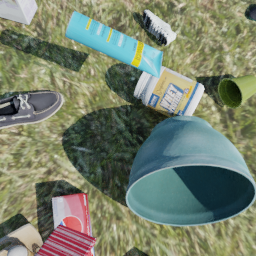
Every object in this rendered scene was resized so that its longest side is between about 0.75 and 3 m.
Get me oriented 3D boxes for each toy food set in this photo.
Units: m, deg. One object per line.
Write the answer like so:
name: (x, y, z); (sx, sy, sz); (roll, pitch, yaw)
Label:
toy food set: (-2.899, 4.081, 6.661); (2.102, 0.885, 2.930); (-29, 50, -5)

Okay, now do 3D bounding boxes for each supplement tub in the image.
supplement tub: (1.198, -1.047, 8.343); (1.775, 1.284, 1.284); (26, 76, 6)

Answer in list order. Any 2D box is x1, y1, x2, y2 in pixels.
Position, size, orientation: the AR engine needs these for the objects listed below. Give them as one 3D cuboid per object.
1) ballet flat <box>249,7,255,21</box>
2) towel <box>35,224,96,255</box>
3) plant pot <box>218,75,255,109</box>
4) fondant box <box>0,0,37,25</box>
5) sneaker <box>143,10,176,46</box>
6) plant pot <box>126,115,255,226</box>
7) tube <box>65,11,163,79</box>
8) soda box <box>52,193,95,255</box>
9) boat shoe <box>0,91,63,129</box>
ballet flat: (5.144, -4.052, 9.494); (1.912, 0.699, 0.699); (-2, 75, 0)
towel: (-1.072, 2.028, 4.205); (0.805, 0.125, 1.113); (10, 42, 27)
plant pot: (3.491, -1.218, 8.646); (0.943, 0.993, 0.993); (-24, 76, -18)
fondant box: (-4.230, -4.645, 8.457); (2.114, 2.930, 0.853); (17, 73, 4)
sneaker: (1.038, -3.417, 9.438); (0.588, 0.545, 1.450); (-33, 80, -22)
plant pot: (1.467, 0.957, 7.201); (2.992, 2.992, 2.005); (2, 49, 1)
tube: (-0.250, -1.878, 6.387); (2.293, 0.578, 0.888); (20, 62, -15)
soda box: (-1.411, 3.103, 7.461); (0.908, 0.822, 2.594); (-9, 74, -2)
boat shoe: (-3.224, -0.595, 8.480); (2.504, 0.785, 0.910); (-18, 76, -5)
